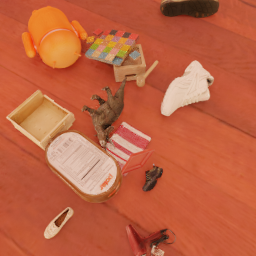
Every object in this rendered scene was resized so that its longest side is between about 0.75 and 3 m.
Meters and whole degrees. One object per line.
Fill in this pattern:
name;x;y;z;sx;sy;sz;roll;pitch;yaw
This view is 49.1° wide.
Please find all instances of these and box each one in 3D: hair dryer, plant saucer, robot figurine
hair dryer;0.549;3.167;7.865;1.413;0.384;1.076;26;46;9
plant saucer;0.266;0.964;8.329;0.896;0.894;0.164;-12;55;-39
robot figurine;-2.855;-3.469;10.836;2.034;1.649;2.828;1;50;-45

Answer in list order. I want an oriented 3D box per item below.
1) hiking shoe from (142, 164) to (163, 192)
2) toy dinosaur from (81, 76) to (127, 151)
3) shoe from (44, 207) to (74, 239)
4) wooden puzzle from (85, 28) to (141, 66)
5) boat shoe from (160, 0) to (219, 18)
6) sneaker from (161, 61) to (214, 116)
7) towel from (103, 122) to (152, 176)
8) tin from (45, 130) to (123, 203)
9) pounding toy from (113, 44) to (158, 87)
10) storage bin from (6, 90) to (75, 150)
hiking shoe;0.693;1.567;8.753;0.465;0.350;0.923;25;64;39
toy dinosaur;-0.687;-0.586;9.396;0.967;1.285;2.512;4;60;45
shoe;-2.017;2.715;8.080;0.370;0.282;1.057;36;66;19
wooden puzzle;-0.607;-3.071;10.477;2.581;0.181;1.531;20;64;26
boat shoe;2.723;-5.600;12.460;2.589;0.980;0.956;3;57;1
sneaker;2.219;-1.290;9.982;1.315;1.031;2.647;36;67;15
towel;-0.114;0.642;9.315;1.191;0.188;1.654;30;65;15
tin;-1.427;1.134;8.757;2.772;0.580;1.552;35;73;22
pounding toy;0.302;-2.182;10.555;1.620;0.843;1.844;-7;60;-4
storage bin;-2.894;-0.296;9.544;1.572;0.737;1.561;33;66;18
